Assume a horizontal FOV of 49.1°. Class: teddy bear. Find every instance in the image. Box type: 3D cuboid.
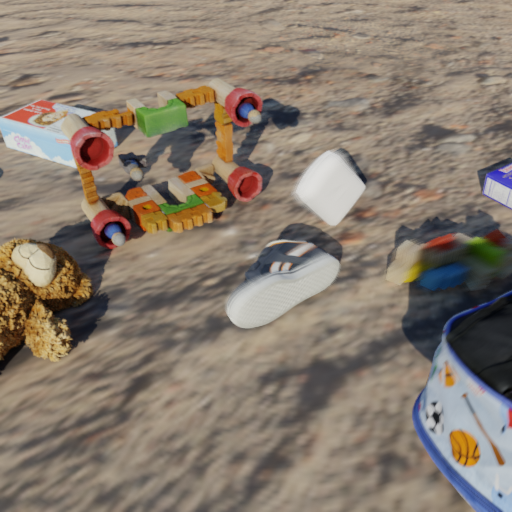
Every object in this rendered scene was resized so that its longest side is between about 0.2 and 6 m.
[{"bbox_3d":[-3.776,0.822,7.716,2.444,1.125,3.370,32,48,33],"label":"teddy bear"}]

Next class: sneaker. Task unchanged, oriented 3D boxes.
[{"bbox_3d":[0.248,0.369,8.525,2.204,0.864,0.875,-20,46,-41],"label":"sneaker"}]

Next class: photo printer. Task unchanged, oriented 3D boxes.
[{"bbox_3d":[1.320,-1.229,10.049,1.009,1.213,0.421,-52,43,2],"label":"photo printer"}]

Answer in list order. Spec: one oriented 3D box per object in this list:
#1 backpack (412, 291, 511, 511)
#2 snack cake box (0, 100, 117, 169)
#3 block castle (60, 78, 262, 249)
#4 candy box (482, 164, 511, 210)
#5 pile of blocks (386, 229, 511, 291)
[{"bbox_3d":[3.056,1.567,5.463,2.957,2.392,3.105,-1,22,-36],"label":"backpack"},{"bbox_3d":[-4.521,-2.824,12.812,2.293,0.771,1.319,18,43,23],"label":"snack cake box"},{"bbox_3d":[-1.506,-1.623,9.984,3.413,2.280,1.601,-22,43,-25],"label":"block castle"},{"bbox_3d":[5.382,-1.292,10.988,1.154,0.526,1.365,-23,44,-25],"label":"candy box"},{"bbox_3d":[3.178,0.026,8.818,2.210,0.687,0.907,-10,41,-9],"label":"pile of blocks"}]
